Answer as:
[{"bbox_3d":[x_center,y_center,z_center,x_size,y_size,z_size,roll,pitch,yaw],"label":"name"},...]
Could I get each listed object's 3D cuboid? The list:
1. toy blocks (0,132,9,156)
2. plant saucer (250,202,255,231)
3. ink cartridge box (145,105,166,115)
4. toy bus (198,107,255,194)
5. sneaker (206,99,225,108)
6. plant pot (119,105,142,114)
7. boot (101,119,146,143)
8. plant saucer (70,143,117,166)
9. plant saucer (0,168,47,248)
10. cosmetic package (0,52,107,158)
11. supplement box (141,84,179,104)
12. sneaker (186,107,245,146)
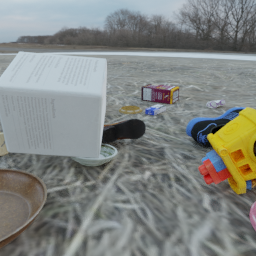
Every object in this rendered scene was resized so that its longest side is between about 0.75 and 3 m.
[{"bbox_3d":[-4.218,0.161,9.325,2.015,0.732,1.679,15,25,36],"label":"toy blocks"},{"bbox_3d":[3.320,1.725,5.282,1.857,0.471,1.857,-1,19,0],"label":"plant saucer"},{"bbox_3d":[1.286,-0.840,12.911,0.501,0.236,1.065,13,23,35],"label":"ink cartridge box"},{"bbox_3d":[2.674,0.838,6.477,1.915,1.995,1.354,-33,16,8],"label":"toy bus"},{"bbox_3d":[4.260,-1.146,13.768,1.009,0.378,0.503,-9,-2,-17],"label":"sneaker"},{"bbox_3d":[0.119,-0.876,13.148,1.124,0.154,1.124,0,19,0],"label":"plant pot"},{"bbox_3d":[-0.679,0.093,9.735,1.963,0.714,2.086,-21,16,-35],"label":"boot"},{"bbox_3d":[-1.035,0.780,7.996,1.459,0.366,1.459,4,15,-1],"label":"plant saucer"},{"bbox_3d":[-3.022,1.656,5.400,2.870,0.525,2.870,-1,19,0],"label":"plant saucer"},{"bbox_3d":[-1.843,-0.636,7.460,2.427,2.018,2.031,4,37,-3],"label":"cosmetic package"},{"bbox_3d":[1.706,-1.833,14.919,1.790,0.767,0.988,11,22,28],"label":"supplement box"},{"bbox_3d":[3.431,0.031,9.493,2.899,1.017,1.129,-13,30,-22],"label":"sneaker"}]
